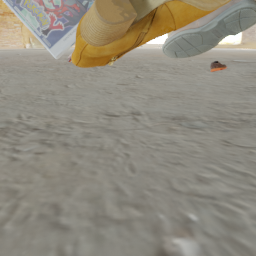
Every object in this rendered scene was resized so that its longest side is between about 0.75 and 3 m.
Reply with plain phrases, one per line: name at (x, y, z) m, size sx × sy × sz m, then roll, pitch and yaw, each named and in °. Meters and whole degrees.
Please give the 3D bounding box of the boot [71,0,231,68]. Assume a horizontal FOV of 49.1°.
boot at (0.375, -2.051, 5.132) m, size 2.981 × 1.049 × 2.134 m, roll -26°, pitch 4°, yaw -18°

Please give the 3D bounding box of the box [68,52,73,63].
box at (-1.471, -2.367, 9.206) m, size 0.684 × 0.199 × 0.999 m, roll 8°, pitch -15°, yaw -33°

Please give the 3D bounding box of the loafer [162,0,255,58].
loafer at (2.253, -2.866, 7.869) m, size 1.057 × 0.924 × 2.939 m, roll 29°, pitch -29°, yaw -36°

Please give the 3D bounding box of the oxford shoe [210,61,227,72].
oxford shoe at (2.606, -1.792, 8.010) m, size 0.278 × 0.283 × 0.782 m, roll -5°, pitch 11°, yaw 42°

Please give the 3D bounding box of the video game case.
video game case at (-2.150, -3.665, 8.351) m, size 2.176 × 2.388 × 0.274 m, roll -42°, pitch 3°, yaw 0°
